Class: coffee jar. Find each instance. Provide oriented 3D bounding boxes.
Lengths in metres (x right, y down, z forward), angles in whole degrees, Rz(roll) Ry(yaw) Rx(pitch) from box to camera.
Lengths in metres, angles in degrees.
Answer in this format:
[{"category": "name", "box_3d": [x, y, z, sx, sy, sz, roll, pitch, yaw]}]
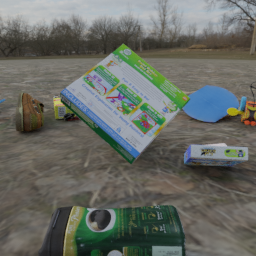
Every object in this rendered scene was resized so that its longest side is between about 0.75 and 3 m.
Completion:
[{"category": "coffee jar", "box_3d": [-0.203, 1.521, 3.753, 1.830, 0.781, 0.954, 0, 19, -1]}]

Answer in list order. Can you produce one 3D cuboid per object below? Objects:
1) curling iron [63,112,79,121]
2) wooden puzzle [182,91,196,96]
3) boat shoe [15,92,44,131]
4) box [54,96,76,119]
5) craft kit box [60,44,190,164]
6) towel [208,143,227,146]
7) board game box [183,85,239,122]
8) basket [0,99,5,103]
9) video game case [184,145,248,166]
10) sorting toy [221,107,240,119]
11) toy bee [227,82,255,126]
[{"category": "curling iron", "box_3d": [-1.662, -0.460, 10.914, 1.724, 0.220, 0.427, -3, -19, -23]}, {"category": "wooden puzzle", "box_3d": [1.689, -1.576, 14.192, 2.736, 0.551, 2.958, -15, 19, -39]}, {"category": "boat shoe", "box_3d": [-3.584, -0.578, 10.350, 0.950, 1.005, 2.793, -1, 27, -18]}, {"category": "box", "box_3d": [-2.727, -0.926, 11.894, 0.844, 0.562, 2.243, -4, 18, -14]}, {"category": "craft kit box", "box_3d": [-0.024, -0.742, 7.347, 2.481, 0.602, 2.450, 41, 65, 8]}, {"category": "towel", "box_3d": [2.127, 0.547, 7.356, 0.901, 0.145, 0.861, -7, 2, 15]}, {"category": "board game box", "box_3d": [3.297, -0.861, 11.350, 2.262, 0.440, 1.787, -30, 49, -21]}, {"category": "basket", "box_3d": [-5.654, -0.947, 11.741, 0.873, 0.607, 0.770, -28, 10, 20]}, {"category": "video game case", "box_3d": [1.924, 0.653, 6.358, 1.167, 0.293, 1.288, 3, -14, 6]}, {"category": "sorting toy", "box_3d": [3.813, -0.815, 11.943, 1.818, 0.332, 1.682, -14, 22, -36]}, {"category": "toy bee", "box_3d": [4.207, -0.562, 9.832, 1.432, 1.189, 2.188, 2, -20, 37]}]
